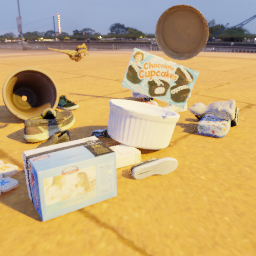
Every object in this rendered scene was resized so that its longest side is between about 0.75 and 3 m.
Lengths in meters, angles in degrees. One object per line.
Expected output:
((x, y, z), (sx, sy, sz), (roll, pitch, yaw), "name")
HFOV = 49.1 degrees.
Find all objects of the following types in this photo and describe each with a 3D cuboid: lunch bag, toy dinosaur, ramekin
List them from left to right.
((-1.576, -2.149, 8.185), (0.765, 0.435, 1.441), (-27, -9, 13), "toy dinosaur")
((0.440, -0.144, 9.409), (2.376, 1.158, 2.376), (11, 12, -2), "ramekin")
((3.317, -0.105, 10.872), (1.142, 0.539, 1.425), (8, 22, 27), "lunch bag")

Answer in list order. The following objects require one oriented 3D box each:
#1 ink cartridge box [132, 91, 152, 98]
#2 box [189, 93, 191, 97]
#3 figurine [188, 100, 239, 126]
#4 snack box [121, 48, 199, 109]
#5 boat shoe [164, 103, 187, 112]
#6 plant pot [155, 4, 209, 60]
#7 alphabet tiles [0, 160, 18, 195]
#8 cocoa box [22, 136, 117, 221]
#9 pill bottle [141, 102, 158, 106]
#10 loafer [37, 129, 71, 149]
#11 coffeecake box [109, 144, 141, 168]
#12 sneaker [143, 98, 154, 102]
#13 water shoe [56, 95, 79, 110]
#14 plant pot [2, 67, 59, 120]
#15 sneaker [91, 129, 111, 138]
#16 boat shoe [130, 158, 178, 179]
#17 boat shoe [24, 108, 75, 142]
((1.168, -2.098, 15.604), (1.288, 0.401, 1.600), (3, 27, 33), "ink cartridge box")
((2.552, -2.403, 16.531), (1.263, 0.990, 2.031), (-15, 25, -34), "box")
((3.431, -0.600, 11.286), (1.752, 0.773, 1.795), (2, -11, 28), "figurine")
((0.877, -1.377, 7.830), (1.896, 1.102, 0.352), (19, 17, -3), "snack box")
((2.173, -1.029, 13.351), (1.624, 0.567, 0.576), (-11, 22, -27), "boat shoe")
((2.469, -4.368, 12.882), (2.473, 2.473, 0.340), (9, 31, 22), "plant pot")
((-4.171, 1.432, 7.096), (2.500, 0.187, 2.556), (12, 23, 27), "alphabet tiles")
((-1.315, 1.081, 6.505), (1.836, 1.225, 1.205), (-12, 23, -30), "cocoa box")
((0.836, -0.922, 13.064), (1.019, 0.572, 0.572), (-5, 20, -14), "pill bottle")
((-2.520, 0.414, 9.491), (0.475, 0.471, 1.304), (14, 25, 31), "loafer")
((-0.251, 0.840, 8.450), (1.023, 0.374, 0.785), (-10, 22, -26), "coffeecake box")
((1.361, -1.727, 15.559), (0.576, 0.372, 1.061), (12, 29, 42), "sneaker")
((-3.212, -1.311, 13.988), (1.686, 0.665, 0.603), (11, 22, 27), "water shoe")
((-4.507, -1.402, 12.583), (2.307, 2.307, 2.012), (-12, 5, -31), "plant pot")
((-0.894, 0.157, 10.397), (0.927, 0.363, 0.417), (0, 17, 0), "sneaker")
((0.707, 1.027, 7.757), (1.356, 0.489, 0.481), (-8, 25, -17), "boat shoe")
((-2.924, -0.305, 10.806), (1.047, 0.927, 2.860), (6, 21, 15), "boat shoe")
